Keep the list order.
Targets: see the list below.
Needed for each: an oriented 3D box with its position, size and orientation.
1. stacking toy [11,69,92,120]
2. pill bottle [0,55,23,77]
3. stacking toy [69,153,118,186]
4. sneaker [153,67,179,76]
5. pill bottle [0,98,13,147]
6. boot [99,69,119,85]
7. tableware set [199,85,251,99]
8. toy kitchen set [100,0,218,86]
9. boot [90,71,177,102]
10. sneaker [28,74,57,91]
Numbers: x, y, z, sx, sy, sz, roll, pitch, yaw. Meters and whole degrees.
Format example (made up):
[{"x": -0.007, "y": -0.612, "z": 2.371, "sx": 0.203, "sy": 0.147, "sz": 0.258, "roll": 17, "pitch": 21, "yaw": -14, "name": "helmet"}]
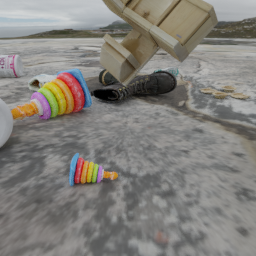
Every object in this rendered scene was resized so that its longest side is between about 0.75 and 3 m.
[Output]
[{"x": -2.357, "y": -0.772, "z": 8.267, "sx": 1.380, "sy": 1.305, "sz": 2.378, "roll": 3, "pitch": 28, "yaw": 46, "name": "stacking toy"}, {"x": -6.383, "y": -3.084, "z": 14.013, "sx": 1.916, "sy": 1.086, "sz": 1.086, "roll": -2, "pitch": 22, "yaw": -5, "name": "pill bottle"}, {"x": -0.611, "y": 0.816, "z": 5.099, "sx": 0.863, "sy": 0.474, "sz": 0.501, "roll": 9, "pitch": 34, "yaw": -4, "name": "stacking toy"}, {"x": 1.918, "y": -2.879, "z": 14.345, "sx": 1.364, "sy": 0.529, "sz": 0.622, "roll": -4, "pitch": 18, "yaw": -15, "name": "sneaker"}, {"x": -3.845, "y": -0.416, "z": 6.758, "sx": 1.431, "sy": 1.431, "sz": 2.620, "roll": -16, "pitch": 27, "yaw": -34, "name": "pill bottle"}, {"x": -0.001, "y": -2.388, "z": 12.812, "sx": 1.587, "sy": 0.889, "sz": 2.295, "roll": 19, "pitch": 42, "yaw": 31, "name": "boot"}, {"x": 3.771, "y": -1.407, "z": 10.971, "sx": 1.463, "sy": 0.203, "sz": 1.752, "roll": -4, "pitch": 22, "yaw": -11, "name": "tableware set"}, {"x": -0.204, "y": -2.190, "z": 4.917, "sx": 2.435, "sy": 1.987, "sz": 2.197, "roll": 46, "pitch": 8, "yaw": 32, "name": "toy kitchen set"}, {"x": 0.230, "y": -1.400, "z": 10.200, "sx": 2.617, "sy": 0.906, "sz": 2.279, "roll": 2, "pitch": 20, "yaw": 32, "name": "boot"}, {"x": -2.978, "y": -1.714, "z": 11.099, "sx": 2.119, "sy": 0.811, "sz": 0.856, "roll": 3, "pitch": 26, "yaw": 28, "name": "sneaker"}]
